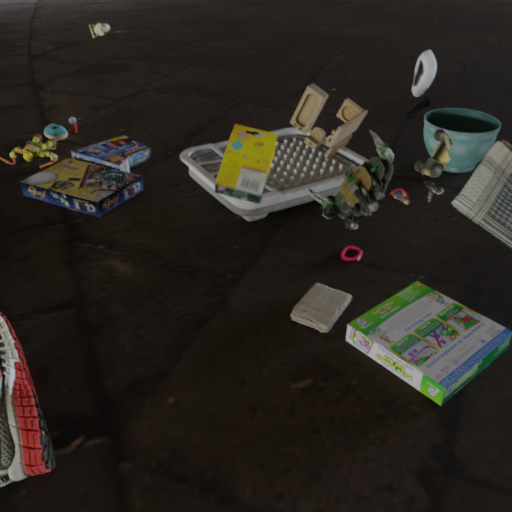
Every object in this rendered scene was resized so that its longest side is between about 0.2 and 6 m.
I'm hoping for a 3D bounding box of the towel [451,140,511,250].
[{"bbox_3d":[4.012,-0.854,8.438,1.664,0.298,1.728,39,63,8],"label":"towel"}]

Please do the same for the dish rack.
[{"bbox_3d":[0.465,-2.073,14.032,4.015,0.874,3.446,-18,37,-26],"label":"dish rack"}]

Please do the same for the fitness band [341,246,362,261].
[{"bbox_3d":[1.983,-0.044,11.643,0.390,0.102,0.543,16,35,23],"label":"fitness band"}]

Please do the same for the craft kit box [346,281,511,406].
[{"bbox_3d":[2.836,1.333,9.267,1.937,0.470,1.913,-24,43,-32],"label":"craft kit box"}]

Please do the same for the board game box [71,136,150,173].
[{"bbox_3d":[-3.772,-2.588,15.120,1.706,0.526,1.705,-28,44,-36],"label":"board game box"}]

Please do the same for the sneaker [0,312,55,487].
[{"bbox_3d":[-3.787,1.853,7.770,1.265,1.198,3.079,-18,37,-23],"label":"sneaker"}]

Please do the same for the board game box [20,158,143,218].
[{"bbox_3d":[-4.303,-1.741,13.920,2.461,0.426,1.667,16,37,23],"label":"board game box"}]

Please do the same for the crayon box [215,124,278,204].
[{"bbox_3d":[-0.113,-1.173,7.093,0.599,0.240,0.944,15,68,3],"label":"crayon box"}]

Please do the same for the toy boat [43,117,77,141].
[{"bbox_3d":[-5.981,-3.911,17.168,1.041,0.484,0.875,-29,42,-36],"label":"toy boat"}]

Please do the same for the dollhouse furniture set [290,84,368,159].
[{"bbox_3d":[1.512,-3.299,14.014,1.613,1.534,1.314,41,48,11],"label":"dollhouse furniture set"}]

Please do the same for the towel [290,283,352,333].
[{"bbox_3d":[1.174,0.925,10.093,0.766,0.199,1.156,20,38,25],"label":"towel"}]

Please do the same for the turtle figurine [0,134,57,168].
[{"bbox_3d":[-6.284,-2.995,15.727,1.661,0.535,1.340,3,33,5],"label":"turtle figurine"}]

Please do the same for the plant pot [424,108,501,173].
[{"bbox_3d":[5.430,-3.047,15.117,1.939,1.299,1.939,0,33,0],"label":"plant pot"}]

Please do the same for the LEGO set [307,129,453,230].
[{"bbox_3d":[1.793,-0.980,8.027,0.690,1.582,2.436,28,-4,-33],"label":"LEGO set"}]

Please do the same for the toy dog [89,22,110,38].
[{"bbox_3d":[-3.454,-5.029,12.462,0.410,0.286,0.398,-13,17,1],"label":"toy dog"}]

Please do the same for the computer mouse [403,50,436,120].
[{"bbox_3d":[2.941,-3.004,9.840,0.650,1.186,0.260,-33,53,-27],"label":"computer mouse"}]
